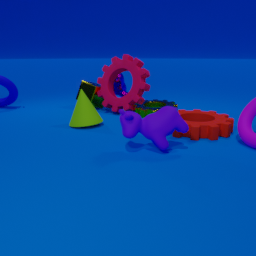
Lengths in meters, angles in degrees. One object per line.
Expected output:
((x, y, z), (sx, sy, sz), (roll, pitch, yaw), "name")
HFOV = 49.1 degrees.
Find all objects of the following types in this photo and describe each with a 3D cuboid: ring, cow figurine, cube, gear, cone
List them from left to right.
((-5.152, -1.435, 10.863), (1.678, 1.678, 0.336), (-2, 53, -8), "ring")
((-1.349, -0.665, 8.559), (1.058, 1.062, 1.058), (-6, 12, 1), "cone")
((-1.397, -1.320, 11.004), (0.819, 0.819, 0.819), (28, 15, 31), "cube")
((-0.274, -1.600, 11.382), (1.413, 1.436, 0.788), (28, 52, 30), "cow figurine")
((-0.193, -1.589, 10.147), (2.056, 2.056, 0.380), (10, 0, 32), "gear")
((0.521, -0.131, 6.321), (1.351, 1.329, 0.741), (-40, 8, -3), "cow figurine")
((0.980, -0.711, 10.165), (1.597, 0.295, 1.597), (-2, 19, 1), "gear")
((1.963, -0.138, 8.087), (2.004, 0.371, 2.004), (0, 17, 0), "gear")
((3.387, -0.232, 6.627), (0.332, 1.662, 1.662), (36, -2, -27), "ring")
